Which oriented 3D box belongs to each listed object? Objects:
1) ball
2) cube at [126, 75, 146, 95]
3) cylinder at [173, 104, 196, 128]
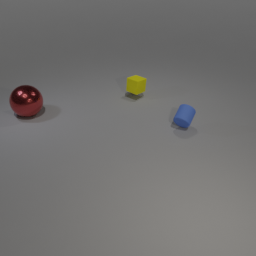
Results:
[{"bbox_3d":[-4.422,-1.174,12.211,1.400,1.400,1.400,0,31,0],"label":"ball"},{"bbox_3d":[0.408,-2.134,13.827,0.700,0.700,0.700,26,35,33],"label":"cube"},{"bbox_3d":[2.283,-0.487,11.303,0.700,0.700,0.700,18,67,28],"label":"cylinder"}]
